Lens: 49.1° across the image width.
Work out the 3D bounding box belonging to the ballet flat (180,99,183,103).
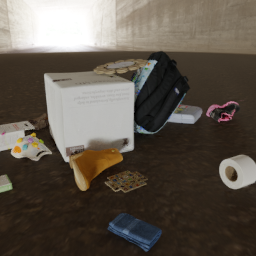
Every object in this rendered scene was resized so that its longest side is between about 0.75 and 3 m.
[{"bbox_3d":[1.665,-1.860,15.171,2.632,0.977,0.977,3,20,8],"label":"ballet flat"}]

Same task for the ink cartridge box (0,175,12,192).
[{"bbox_3d":[-3.366,1.436,6.985,0.786,0.189,0.572,-13,23,-32],"label":"ink cartridge box"}]

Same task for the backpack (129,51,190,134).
[{"bbox_3d":[0.825,-1.067,10.567,2.132,2.262,2.773,-5,53,44],"label":"backpack"}]

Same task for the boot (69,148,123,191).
[{"bbox_3d":[-0.782,0.961,7.513,1.394,0.685,1.948,-11,16,-16],"label":"boot"}]

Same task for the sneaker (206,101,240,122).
[{"bbox_3d":[4.349,-0.633,12.312,1.827,0.722,0.872,-13,42,-27],"label":"sneaker"}]

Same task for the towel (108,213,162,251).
[{"bbox_3d":[0.130,1.977,5.418,0.961,0.233,0.537,13,23,34],"label":"towel"}]

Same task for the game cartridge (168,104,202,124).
[{"bbox_3d":[1.974,-0.708,12.648,2.404,0.491,1.600,10,26,26],"label":"game cartridge"}]

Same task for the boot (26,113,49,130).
[{"bbox_3d":[-3.710,-0.264,11.409,0.915,0.440,1.252,-11,21,-20],"label":"boot"}]

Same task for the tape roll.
[{"bbox_3d":[2.780,1.099,7.069,0.530,0.772,0.772,-11,22,-27],"label":"tape roll"}]

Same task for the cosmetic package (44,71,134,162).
[{"bbox_3d":[-1.372,-0.585,9.463,2.304,2.306,2.795,-9,22,-24],"label":"cosmetic package"}]

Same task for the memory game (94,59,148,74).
[{"bbox_3d":[-0.263,-2.170,9.876,1.940,0.124,1.940,-8,23,3],"label":"memory game"}]

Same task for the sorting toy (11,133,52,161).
[{"bbox_3d":[-2.945,0.670,8.873,0.941,0.558,1.045,31,32,22],"label":"sorting toy"}]

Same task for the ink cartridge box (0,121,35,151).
[{"bbox_3d":[-4.165,0.293,9.553,1.779,0.604,1.024,-13,23,-32],"label":"ink cartridge box"}]

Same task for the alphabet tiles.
[{"bbox_3d":[-0.036,1.388,7.356,1.034,0.033,0.860,-13,24,-33],"label":"alphabet tiles"}]
